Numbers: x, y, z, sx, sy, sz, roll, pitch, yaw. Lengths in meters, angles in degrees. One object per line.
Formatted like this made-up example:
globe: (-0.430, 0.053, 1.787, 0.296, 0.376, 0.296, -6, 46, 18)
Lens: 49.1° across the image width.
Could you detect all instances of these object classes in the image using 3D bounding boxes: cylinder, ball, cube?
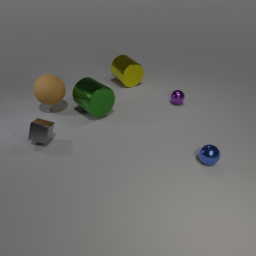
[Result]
cylinder: (-0.052, -3.225, 15.767, 1.400, 1.400, 1.400, -17, 42, -27)
ball: (-3.526, -1.719, 12.633, 1.400, 1.400, 1.400, 0, 30, 0)
ball: (2.422, -1.507, 13.660, 0.700, 0.700, 0.700, 0, 30, 0)
cube: (-3.263, 0.111, 10.575, 0.700, 0.700, 0.700, 15, 16, -1)
cylinder: (-1.527, -1.384, 12.455, 1.400, 1.400, 1.400, -22, 40, -33)
ball: (2.755, 0.899, 9.459, 0.700, 0.700, 0.700, 0, 30, 0)
